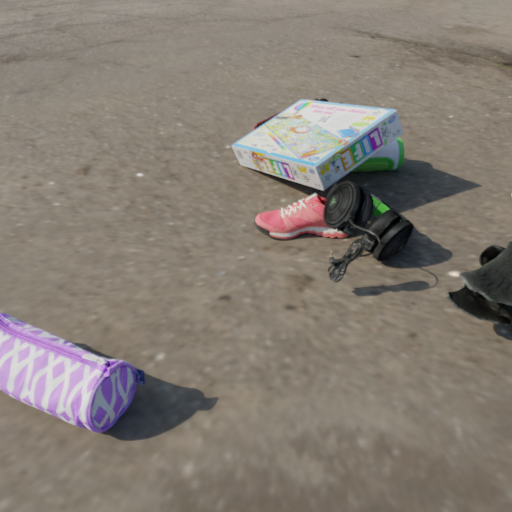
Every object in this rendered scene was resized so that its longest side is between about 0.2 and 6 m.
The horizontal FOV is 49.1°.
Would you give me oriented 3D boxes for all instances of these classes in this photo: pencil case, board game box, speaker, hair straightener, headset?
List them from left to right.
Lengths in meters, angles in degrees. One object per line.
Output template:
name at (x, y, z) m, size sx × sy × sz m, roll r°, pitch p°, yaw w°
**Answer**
pencil case at (-2.953, 1.612, 7.998) m, size 2.562 × 1.095 × 1.075 m, roll 14°, pitch 35°, yaw 20°
hair straightener at (1.518, -3.754, 15.891) m, size 1.384 × 0.736 × 3.597 m, roll 26°, pitch 39°, yaw 31°
board game box at (1.285, -2.713, 13.081) m, size 2.381 × 0.606 × 3.542 m, roll -36°, pitch 32°, yaw -16°
speaker at (2.547, -2.487, 13.830) m, size 2.041 × 0.903 × 0.903 m, roll -4°, pitch 36°, yaw -5°
headset at (2.017, -0.494, 10.841) m, size 1.810 × 1.377 × 2.931 m, roll 34°, pitch 24°, yaw 1°

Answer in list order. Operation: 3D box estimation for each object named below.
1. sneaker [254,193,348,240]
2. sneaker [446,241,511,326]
sneaker at (0.996, -0.907, 11.618) m, size 2.089 × 0.906 × 0.770 m, roll -1°, pitch 35°, yaw -2°
sneaker at (4.623, 0.285, 9.472) m, size 1.722 × 0.991 × 3.301 m, roll 41°, pitch 49°, yaw 16°
